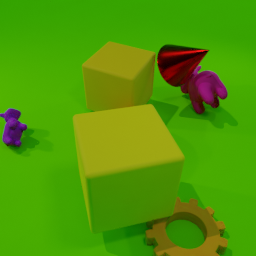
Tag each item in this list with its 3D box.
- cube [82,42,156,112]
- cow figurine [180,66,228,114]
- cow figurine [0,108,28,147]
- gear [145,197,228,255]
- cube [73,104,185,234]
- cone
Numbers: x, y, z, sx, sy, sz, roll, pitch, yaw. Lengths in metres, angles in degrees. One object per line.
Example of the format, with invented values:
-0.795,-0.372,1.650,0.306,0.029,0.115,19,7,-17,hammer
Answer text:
-0.199,-1.207,7.279,1.378,1.378,1.378,19,46,18,cube
1.885,-1.199,7.466,0.875,1.594,1.568,-21,76,-6,cow figurine
-2.711,-0.011,6.515,0.866,0.880,0.483,10,-7,43,cow figurine
0.937,1.726,4.591,1.287,0.238,1.287,0,38,0,gear
-0.067,0.609,4.503,1.360,1.360,1.360,-9,40,-13,cube
1.493,-1.672,6.727,1.132,1.132,1.137,-32,11,-34,cone
